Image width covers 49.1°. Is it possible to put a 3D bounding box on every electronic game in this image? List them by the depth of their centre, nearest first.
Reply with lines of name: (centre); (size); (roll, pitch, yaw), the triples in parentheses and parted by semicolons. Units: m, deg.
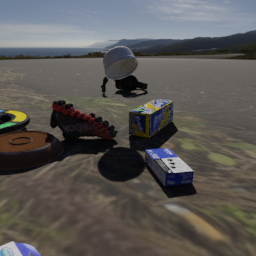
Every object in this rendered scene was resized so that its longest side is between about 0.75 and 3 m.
electronic game: (-4.383, -0.152, 8.360); (2.769, 0.576, 2.769); (0, 17, 0)

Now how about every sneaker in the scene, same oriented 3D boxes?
sneaker: (-1.288, -0.018, 7.789); (1.966, 0.960, 0.695); (23, 4, -2)

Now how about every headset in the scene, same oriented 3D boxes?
headset: (-0.186, -2.307, 15.305); (2.642, 1.242, 1.632); (7, 8, -32)

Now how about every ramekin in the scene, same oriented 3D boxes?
ramekin: (-0.266, -2.001, 8.519); (1.057, 0.555, 1.057); (-19, -19, -7)

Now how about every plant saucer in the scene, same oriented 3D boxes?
plant saucer: (-2.609, 0.443, 6.860); (2.018, 0.348, 2.018); (0, 16, 0)

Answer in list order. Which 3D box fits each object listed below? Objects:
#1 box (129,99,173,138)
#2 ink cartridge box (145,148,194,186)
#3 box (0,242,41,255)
box: (0.774, -0.359, 8.750); (0.678, 0.738, 2.108); (9, 19, 26)
ink cartridge box: (0.814, 0.779, 5.846); (0.590, 0.278, 1.255); (-3, 17, -13)
box: (-1.574, 1.704, 2.849); (1.441, 0.299, 0.858); (-10, 20, -38)
